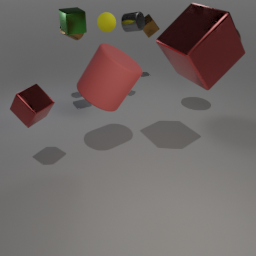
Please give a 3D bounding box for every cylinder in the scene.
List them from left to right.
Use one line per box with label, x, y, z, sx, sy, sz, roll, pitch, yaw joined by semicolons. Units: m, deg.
cylinder;-2.185;-3.905;11.007;0.700;0.700;0.700;24;8;37
cylinder;-0.534;-1.430;8.010;1.400;1.400;1.400;30;26;-16
cylinder;0.204;-4.165;11.015;0.700;0.700;0.700;7;28;33

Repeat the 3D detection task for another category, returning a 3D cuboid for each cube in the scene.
cube;-2.477;-0.576;7.244;0.700;0.700;0.700;46;43;0
cube;-1.874;-3.631;9.499;0.700;0.700;0.700;-18;40;-25
cube;1.053;-5.177;14.204;0.700;0.700;0.700;-35;44;16
cube;1.875;-2.120;7.295;1.400;1.400;1.400;-45;42;2

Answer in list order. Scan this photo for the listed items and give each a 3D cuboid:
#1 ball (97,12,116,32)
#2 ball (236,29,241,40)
ball;-0.801;-3.943;10.458;0.700;0.700;0.700;0;29;0
ball;3.433;-3.125;10.342;1.400;1.400;1.400;0;29;0
